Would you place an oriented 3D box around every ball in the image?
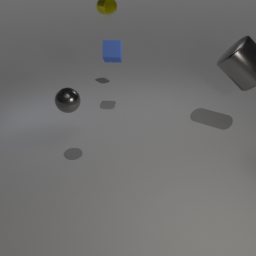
[{"bbox_3d":[-1.659,-0.762,7.712,0.700,0.700,0.700,0,30,0],"label":"ball"}]

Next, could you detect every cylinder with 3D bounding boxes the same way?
[{"bbox_3d":[4.153,-2.273,9.947,1.400,1.400,1.400,44,35,-6],"label":"cylinder"},{"bbox_3d":[-0.976,-5.563,12.818,0.700,0.700,0.700,-19,33,-30],"label":"cylinder"}]

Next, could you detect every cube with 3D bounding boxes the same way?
[{"bbox_3d":[-0.609,-3.019,11.060,0.700,0.700,0.700,1,-2,3],"label":"cube"}]
